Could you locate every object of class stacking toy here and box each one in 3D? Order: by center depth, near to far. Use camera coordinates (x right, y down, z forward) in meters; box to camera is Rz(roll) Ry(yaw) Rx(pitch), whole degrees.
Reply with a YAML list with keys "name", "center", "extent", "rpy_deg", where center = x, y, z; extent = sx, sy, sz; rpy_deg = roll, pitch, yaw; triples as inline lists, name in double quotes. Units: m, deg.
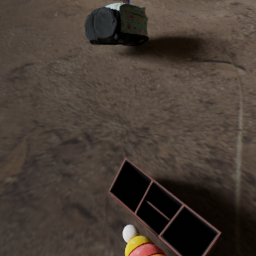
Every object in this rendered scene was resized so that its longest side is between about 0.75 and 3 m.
- name: "stacking toy"
  center: [0.303, 2.443, 5.382]
  extent: [1.040, 1.040, 1.424]
  rpy_deg: [-17, 38, -14]

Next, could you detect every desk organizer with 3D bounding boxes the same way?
- name: "desk organizer"
  center: [0.677, 1.793, 6.002]
  extent: [2.536, 0.976, 0.909]
  rpy_deg: [35, 77, 28]

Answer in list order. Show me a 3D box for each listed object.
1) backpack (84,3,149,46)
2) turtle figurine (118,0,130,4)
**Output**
- name: "backpack"
  center: [-0.215, -3.800, 10.392]
  extent: [2.309, 1.462, 1.927]
  rpy_deg: [-15, 23, -43]
- name: "turtle figurine"
  center: [-0.438, -5.069, 10.258]
  extent: [1.056, 1.089, 0.784]
  rpy_deg: [-10, 16, -28]
